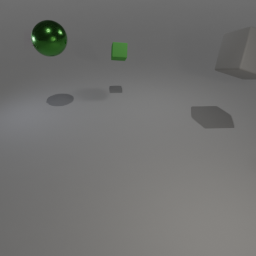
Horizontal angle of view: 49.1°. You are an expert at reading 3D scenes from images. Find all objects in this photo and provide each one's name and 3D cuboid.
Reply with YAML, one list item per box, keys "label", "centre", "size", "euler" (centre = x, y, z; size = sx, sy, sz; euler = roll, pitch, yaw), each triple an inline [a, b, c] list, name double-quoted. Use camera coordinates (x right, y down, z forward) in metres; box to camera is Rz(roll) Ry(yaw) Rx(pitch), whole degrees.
- label: "ball"
  centre: [-3.135, -3.573, 11.200]
  size: [1.400, 1.400, 1.400]
  euler: [0, 30, 0]
- label: "cube"
  centre: [4.153, -2.537, 9.767]
  size: [1.400, 1.400, 1.400]
  euler: [12, 5, -20]
- label: "cube"
  centre: [-0.423, -3.635, 13.351]
  size: [0.700, 0.700, 0.700]
  euler: [2, 1, -8]
